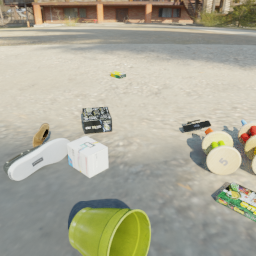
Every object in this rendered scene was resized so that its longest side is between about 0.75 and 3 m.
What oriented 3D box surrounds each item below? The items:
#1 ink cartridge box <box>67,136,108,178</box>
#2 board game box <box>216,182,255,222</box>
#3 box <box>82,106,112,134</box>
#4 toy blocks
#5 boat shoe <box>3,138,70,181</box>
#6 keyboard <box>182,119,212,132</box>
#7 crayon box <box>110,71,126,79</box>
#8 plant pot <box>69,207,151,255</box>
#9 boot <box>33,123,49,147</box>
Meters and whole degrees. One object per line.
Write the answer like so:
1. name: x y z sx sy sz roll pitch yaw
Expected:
1. ink cartridge box: -1.183 0.830 8.257 1.016 0.745 0.742 24 34 39
2. board game box: 3.091 1.887 6.702 1.700 0.199 0.891 23 35 39
3. box: -1.215 -0.322 10.884 1.068 0.562 1.305 -5 26 -10
4. toy blocks: 3.433 0.403 8.907 2.215 0.965 2.658 4 26 6
5. boat shoe: -2.673 0.813 8.357 0.599 0.726 2.114 19 34 35
6. keyboard: 2.533 -0.114 10.413 1.018 0.105 0.647 -12 34 6
7. crayon box: -0.655 -3.343 17.605 0.953 0.242 0.605 23 34 38
8. plant pot: -0.423 2.050 5.326 1.233 1.281 1.281 5 23 37
9. boot: -2.858 0.320 9.183 0.359 0.976 0.368 19 23 -33
